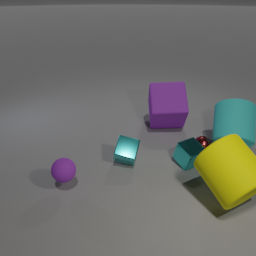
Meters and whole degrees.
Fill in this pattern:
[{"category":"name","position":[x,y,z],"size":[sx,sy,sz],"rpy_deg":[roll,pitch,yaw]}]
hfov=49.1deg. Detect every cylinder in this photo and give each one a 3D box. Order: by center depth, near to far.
[{"category":"cylinder","position":[2.645,1.111,7.142],"size":[1.400,1.400,1.400],"rpy_deg":[-15,57,-27]},{"category":"cylinder","position":[3.743,-0.129,9.881],"size":[1.400,1.400,1.400],"rpy_deg":[9,-17,3]}]

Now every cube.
[{"category":"cube","position":[-0.045,0.739,9.170],"size":[0.700,0.700,0.700],"rpy_deg":[15,66,3]},{"category":"cube","position":[2.010,0.847,9.189],"size":[0.700,0.700,0.700],"rpy_deg":[-16,48,-27]},{"category":"cube","position":[1.582,-0.897,11.344],"size":[1.400,1.400,1.400],"rpy_deg":[-2,65,1]}]

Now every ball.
[{"category":"ball","position":[-1.820,1.192,7.921],"size":[0.700,0.700,0.700],"rpy_deg":[0,27,0]},{"category":"ball","position":[2.619,0.623,9.813],"size":[0.700,0.700,0.700],"rpy_deg":[0,27,0]}]
